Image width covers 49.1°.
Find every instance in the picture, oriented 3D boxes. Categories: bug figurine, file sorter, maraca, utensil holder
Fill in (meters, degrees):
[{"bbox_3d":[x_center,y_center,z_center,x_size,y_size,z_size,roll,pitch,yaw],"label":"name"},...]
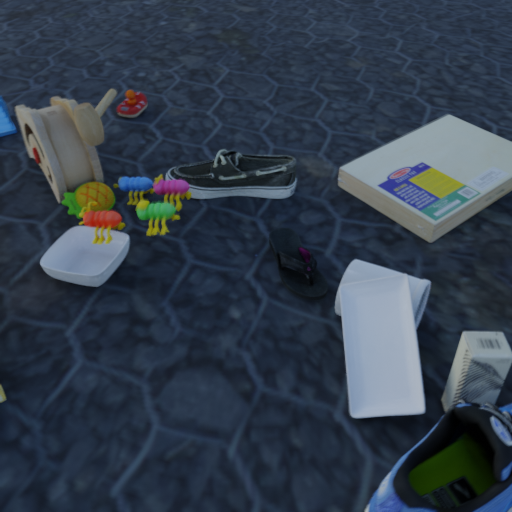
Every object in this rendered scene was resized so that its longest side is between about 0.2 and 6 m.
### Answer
[{"bbox_3d":[-2.238,-1.049,10.750,1.822,0.604,2.349,0,30,12],"label":"bug figurine"},{"bbox_3d":[-6.738,-3.610,13.790,1.045,0.924,1.507,-22,47,-22],"label":"file sorter"},{"bbox_3d":[-3.335,-1.115,11.206,1.066,0.570,0.731,-27,76,-38],"label":"maraca"},{"bbox_3d":[2.000,0.701,8.906,1.224,1.040,1.040,19,45,24],"label":"utensil holder"}]

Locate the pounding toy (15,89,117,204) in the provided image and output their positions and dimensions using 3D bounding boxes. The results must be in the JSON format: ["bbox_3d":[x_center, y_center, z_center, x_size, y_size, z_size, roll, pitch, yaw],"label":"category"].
[{"bbox_3d":[-3.702,-2.382,11.911,1.925,1.919,3.356,-23,27,-24],"label":"pounding toy"}]

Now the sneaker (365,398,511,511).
[{"bbox_3d":[2.918,2.403,6.592,3.447,1.537,1.354,-20,46,-22],"label":"sneaker"}]

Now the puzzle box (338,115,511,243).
[{"bbox_3d":[3.980,-1.836,12.116,3.831,0.487,2.549,-28,49,-27],"label":"puzzle box"}]

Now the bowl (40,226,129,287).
[{"bbox_3d":[-2.992,0.048,9.982,1.291,0.482,1.292,10,42,15],"label":"bowl"}]

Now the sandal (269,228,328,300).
[{"bbox_3d":[0.685,0.050,10.026,0.724,0.461,1.927,-13,43,-15],"label":"sandal"}]

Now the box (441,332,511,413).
[{"bbox_3d":[2.936,1.661,7.511,0.566,1.379,0.471,0,36,2],"label":"box"}]

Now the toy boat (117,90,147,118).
[{"bbox_3d":[-3.214,-3.998,14.468,0.587,0.588,0.900,12,43,13],"label":"toy boat"}]

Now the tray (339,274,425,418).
[{"bbox_3d":[1.801,1.293,8.067,1.062,0.219,1.978,-11,68,24],"label":"tray"}]

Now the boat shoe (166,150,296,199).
[{"bbox_3d":[-0.537,-1.807,11.787,2.776,0.884,0.982,0,42,0],"label":"boat shoe"}]

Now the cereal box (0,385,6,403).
[{"bbox_3d":[-5.470,1.909,7.811,3.176,0.628,2.285,-26,48,-26],"label":"cereal box"}]
